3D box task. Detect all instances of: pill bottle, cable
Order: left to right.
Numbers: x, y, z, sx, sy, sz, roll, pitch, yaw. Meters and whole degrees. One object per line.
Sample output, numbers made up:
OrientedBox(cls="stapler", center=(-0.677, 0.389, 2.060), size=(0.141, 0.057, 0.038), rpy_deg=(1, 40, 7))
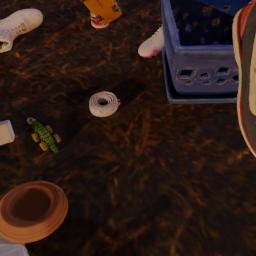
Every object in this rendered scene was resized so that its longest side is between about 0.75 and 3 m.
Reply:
OrientedBox(cls="pill bottle", center=(-1.180, -4.810, 11.390), size=(0.725, 1.271, 0.725), rpy_deg=(0, 51, 0))
OrientedBox(cls="cable", center=(-0.750, -0.744, 8.669), size=(0.903, 0.313, 0.903), rpy_deg=(14, 52, 11))

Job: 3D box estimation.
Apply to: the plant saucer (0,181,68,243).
OrientedBox(cls="plant saucer", center=(-2.201, 1.794, 6.381), size=(1.615, 0.302, 1.615), rpy_deg=(0, 38, 0))

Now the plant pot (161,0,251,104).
OrientedBox(cls="plant pot", center=(2.417, -2.290, 8.383), size=(2.864, 2.575, 2.864), rpy_deg=(-1, 56, -1))

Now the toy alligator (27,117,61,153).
OrientedBox(cls="toy alligator", center=(-2.466, 0.099, 7.927), size=(0.535, 0.388, 1.615), rpy_deg=(-36, 59, -26))

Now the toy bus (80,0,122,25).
OrientedBox(cls="toy bus", center=(-0.826, -3.587, 7.643), size=(0.683, 2.099, 0.822), rpy_deg=(-26, 79, 13))

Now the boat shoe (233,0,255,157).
OrientedBox(cls="boat shoe", center=(2.379, -0.701, 4.464), size=(1.025, 0.901, 2.881), rpy_deg=(-9, 91, -16))

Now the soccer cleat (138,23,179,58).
OrientedBox(cls="soccer cleat", center=(1.231, -3.443, 10.478), size=(2.202, 0.951, 0.769), rpy_deg=(-35, 59, -25))

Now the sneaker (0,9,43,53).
OrientedBox(cls="sneaker", center=(-4.357, -3.628, 10.736), size=(2.498, 0.920, 1.444), rpy_deg=(-23, 55, -6))

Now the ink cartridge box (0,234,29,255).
OrientedBox(cls="ink cartridge box", center=(-2.908, 2.771, 5.820), size=(1.564, 0.549, 1.925), rpy_deg=(-19, 34, -15))

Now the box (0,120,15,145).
OrientedBox(cls="box", center=(-3.947, 0.289, 7.520), size=(1.603, 0.548, 0.659), rpy_deg=(-17, 16, -13))
